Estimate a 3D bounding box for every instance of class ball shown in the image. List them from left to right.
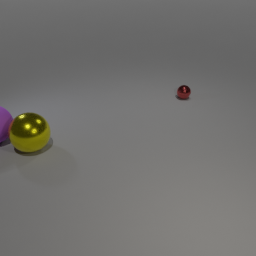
[{"bbox_3d":[-4.879,-0.137,10.114,1.400,1.400,1.400,0,29,0],"label":"ball"},{"bbox_3d":[-3.409,0.155,9.722,1.400,1.400,1.400,0,29,0],"label":"ball"},{"bbox_3d":[2.785,-1.790,13.958,0.700,0.700,0.700,0,29,0],"label":"ball"}]
